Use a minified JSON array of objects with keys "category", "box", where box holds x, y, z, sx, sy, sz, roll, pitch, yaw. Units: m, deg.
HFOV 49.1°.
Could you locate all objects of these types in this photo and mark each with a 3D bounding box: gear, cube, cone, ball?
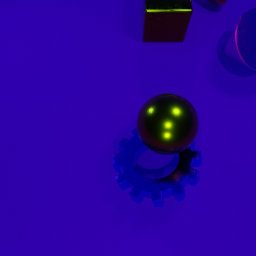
[{"category":"gear","box":[0.638,0.758,6.264,1.938,0.358,1.938,-8,52,10]},{"category":"cube","box":[1.022,-3.250,7.766,1.208,1.208,1.208,0,68,-1]},{"category":"cone","box":[2.871,-2.056,7.176,1.472,1.477,1.472,0,91,-18]},{"category":"ball","box":[0.812,-0.081,5.802,1.291,1.291,1.291,0,68,0]}]

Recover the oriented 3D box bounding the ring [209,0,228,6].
[{"category":"ring","box":[2.178,-4.185,7.989,0.352,1.761,1.761,-45,71,20]}]
